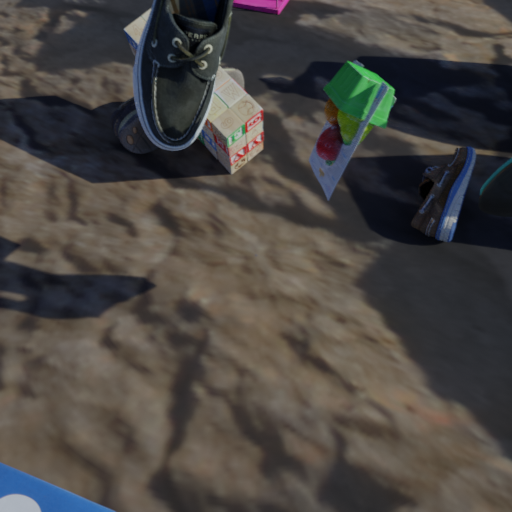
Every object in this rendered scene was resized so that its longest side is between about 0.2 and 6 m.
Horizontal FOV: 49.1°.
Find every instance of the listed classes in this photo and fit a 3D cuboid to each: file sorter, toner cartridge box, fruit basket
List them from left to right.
[{"bbox_3d":[-1.122,3.328,4.432,4.371,0.944,2.076,18,51,9],"label":"toner cartridge box"},{"bbox_3d":[0.249,-6.591,13.023,1.176,1.062,1.693,15,51,13],"label":"file sorter"},{"bbox_3d":[0.879,-1.234,5.459,0.539,1.150,1.065,12,28,-14],"label":"fruit basket"}]

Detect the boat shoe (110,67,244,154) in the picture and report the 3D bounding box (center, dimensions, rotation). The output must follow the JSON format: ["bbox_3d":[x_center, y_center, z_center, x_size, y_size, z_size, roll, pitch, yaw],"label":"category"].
[{"bbox_3d":[-1.403,-2.770,9.858,2.616,0.974,0.959,-31,56,-25],"label":"boat shoe"}]

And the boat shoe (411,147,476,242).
[{"bbox_3d":[2.872,-1.073,8.592,0.691,0.690,1.911,17,52,16],"label":"boat shoe"}]

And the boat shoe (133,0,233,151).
[{"bbox_3d":[-0.744,-2.458,6.049,0.942,2.743,0.777,5,20,-21],"label":"boat shoe"}]

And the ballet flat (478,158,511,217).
[{"bbox_3d":[2.871,-0.825,4.632,0.822,2.418,0.827,8,56,-26],"label":"ballet flat"}]

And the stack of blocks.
[{"bbox_3d":[-0.937,-2.591,8.872,0.706,1.388,2.411,-40,80,-8],"label":"stack of blocks"}]
